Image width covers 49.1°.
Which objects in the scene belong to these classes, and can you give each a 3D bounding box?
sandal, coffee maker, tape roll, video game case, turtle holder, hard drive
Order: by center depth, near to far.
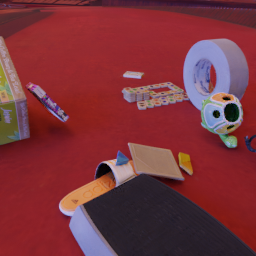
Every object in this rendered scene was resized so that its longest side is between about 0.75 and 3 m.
[{"bbox_3d":[0.548,1.841,4.398,2.003,0.628,2.969,-20,34,-33],"label":"hard drive"},{"bbox_3d":[-0.438,1.081,5.828,2.131,0.611,0.816,-24,37,-37],"label":"sandal"},{"bbox_3d":[3.812,0.736,6.091,1.834,1.286,1.910,-26,21,19],"label":"coffee maker"},{"bbox_3d":[2.479,-0.251,7.376,1.039,1.368,0.971,16,0,-7],"label":"turtle holder"},{"bbox_3d":[-2.269,-0.740,7.796,0.232,1.176,1.297,-47,28,-10],"label":"video game case"},{"bbox_3d":[2.789,-1.705,9.183,0.762,2.307,2.307,-12,31,-21],"label":"tape roll"}]

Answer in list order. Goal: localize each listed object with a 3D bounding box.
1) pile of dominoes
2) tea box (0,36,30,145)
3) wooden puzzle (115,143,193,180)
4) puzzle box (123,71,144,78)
[{"bbox_3d":[1.072,-1.403,10.661,2.431,0.387,1.895,-13,31,-22],"label":"pile of dominoes"},{"bbox_3d":[-4.198,-0.866,7.367,2.515,1.708,2.556,-16,59,-27],"label":"tea box"},{"bbox_3d":[0.621,0.783,6.407,1.941,0.227,1.309,14,25,-11],"label":"wooden puzzle"},{"bbox_3d":[0.260,-2.448,12.883,0.834,0.106,0.555,8,30,15],"label":"puzzle box"}]
